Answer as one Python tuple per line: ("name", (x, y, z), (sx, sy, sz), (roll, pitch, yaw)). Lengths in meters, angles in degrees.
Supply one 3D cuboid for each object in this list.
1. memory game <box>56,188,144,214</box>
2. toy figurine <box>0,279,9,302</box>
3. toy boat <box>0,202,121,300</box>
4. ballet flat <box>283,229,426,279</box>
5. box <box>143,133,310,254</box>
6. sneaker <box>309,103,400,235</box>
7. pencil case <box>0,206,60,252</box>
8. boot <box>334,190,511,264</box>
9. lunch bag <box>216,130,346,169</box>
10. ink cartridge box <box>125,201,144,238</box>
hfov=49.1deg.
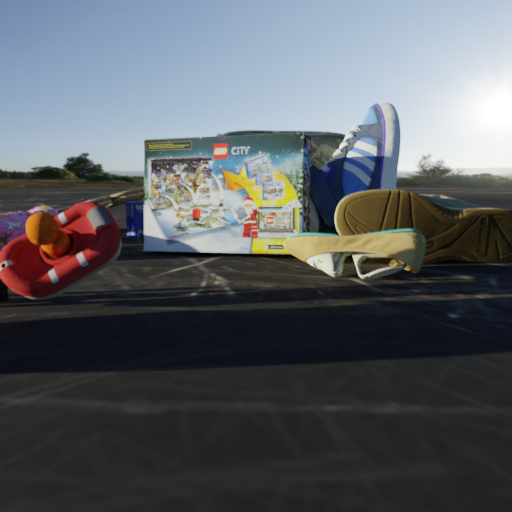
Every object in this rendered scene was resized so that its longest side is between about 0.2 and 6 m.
("memory game", (-3.660, -0.894, 11.432), (3.383, 0.215, 3.383), (-15, 8, 2))
("toy figurine", (-2.896, 0.278, 5.738), (0.605, 0.421, 0.595), (4, 9, 24))
("toy boat", (-1.970, -0.132, 5.436), (1.196, 0.780, 0.782), (-32, -30, -6))
("ballet flat", (1.167, -0.004, 7.000), (1.821, 0.574, 0.625), (-3, -18, 25))
("box", (-0.490, -0.948, 8.849), (2.659, 1.816, 0.501), (2, 2, 18))
("sneaker", (1.258, -1.484, 9.650), (2.150, 2.937, 1.183), (7, -21, 2))
("pencil case", (-3.988, -0.369, 8.913), (0.803, 0.768, 1.856), (2, 9, 29))
("boot", (2.470, -0.532, 9.066), (2.895, 1.043, 2.239), (5, 9, -7))
("lunch bag", (0.270, -1.397, 11.372), (3.066, 2.137, 2.572), (-3, 4, -12))
("ink cartridge box", (-1.999, -0.811, 11.886), (1.582, 0.744, 0.350), (-9, 11, -44))
